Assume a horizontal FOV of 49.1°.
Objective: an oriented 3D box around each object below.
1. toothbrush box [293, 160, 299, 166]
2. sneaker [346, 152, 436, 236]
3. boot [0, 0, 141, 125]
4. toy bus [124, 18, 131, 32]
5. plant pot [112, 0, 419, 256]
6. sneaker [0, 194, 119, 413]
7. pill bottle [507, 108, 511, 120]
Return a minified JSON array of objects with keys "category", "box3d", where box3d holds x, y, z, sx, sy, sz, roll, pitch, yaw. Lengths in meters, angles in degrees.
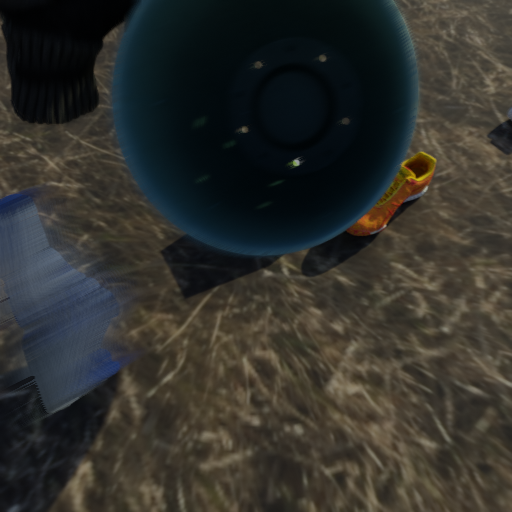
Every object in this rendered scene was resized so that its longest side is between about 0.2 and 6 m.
[{"category":"toothbrush box","box3d":[0.575,-1.128,10.248,1.621,0.698,1.180,-21,54,-18]},{"category":"sneaker","box3d":[2.364,-1.186,10.195,0.842,0.890,2.306,37,61,25]},{"category":"boot","box3d":[-2.420,-3.180,8.349,2.731,2.042,1.028,-16,42,-19]},{"category":"toy bus","box3d":[-1.247,-4.020,9.673,1.183,2.160,2.290,31,99,12]},{"category":"plant pot","box3d":[0.277,-1.991,7.483,3.458,3.458,2.775,11,15,9]},{"category":"sneaker","box3d":[-2.139,0.450,6.166,1.065,2.500,0.963,-19,29,-25]},{"category":"pill bottle","box3d":[5.709,-2.910,11.930,0.376,0.376,0.659,-23,54,-18]}]
